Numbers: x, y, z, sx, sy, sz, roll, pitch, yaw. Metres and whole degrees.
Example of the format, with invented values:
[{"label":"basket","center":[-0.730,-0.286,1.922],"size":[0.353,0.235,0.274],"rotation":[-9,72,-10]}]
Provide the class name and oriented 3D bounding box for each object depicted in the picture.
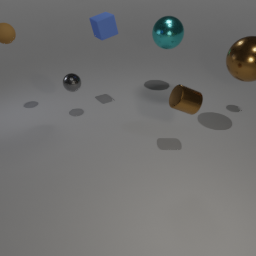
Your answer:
[{"label":"ball","center":[1.758,-4.178,12.301],"size":[1.400,1.400,1.400],"rotation":[0,30,0]},{"label":"cylinder","center":[1.641,-0.804,7.987],"size":[0.700,0.700,0.700],"rotation":[17,24,-21]},{"label":"ball","center":[3.811,-2.154,8.787],"size":[1.400,1.400,1.400],"rotation":[0,30,0]},{"label":"ball","center":[-4.242,-3.257,9.647],"size":[0.700,0.700,0.700],"rotation":[0,30,0]},{"label":"ball","center":[-2.135,-1.733,10.691],"size":[0.700,0.700,0.700],"rotation":[0,30,0]},{"label":"cube","center":[-0.868,-3.679,10.099],"size":[0.700,0.700,0.700],"rotation":[-28,39,-15]}]
